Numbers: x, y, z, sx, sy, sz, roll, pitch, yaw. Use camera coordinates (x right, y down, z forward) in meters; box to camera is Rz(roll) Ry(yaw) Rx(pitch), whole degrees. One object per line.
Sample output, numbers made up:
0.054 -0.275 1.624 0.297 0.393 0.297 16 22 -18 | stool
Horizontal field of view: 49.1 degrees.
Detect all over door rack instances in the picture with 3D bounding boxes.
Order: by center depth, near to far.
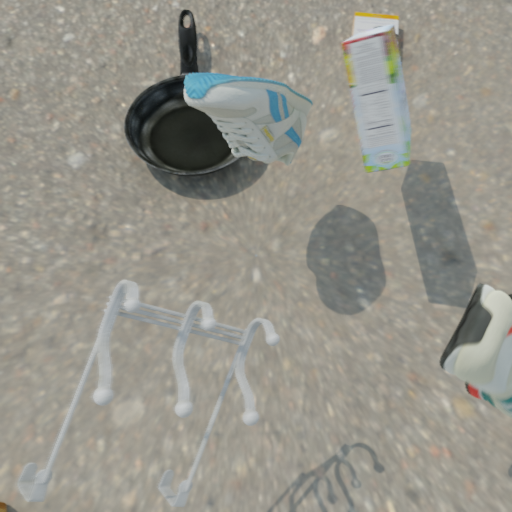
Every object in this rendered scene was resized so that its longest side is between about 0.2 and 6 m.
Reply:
-0.990 1.614 5.662 2.477 1.830 0.825 -62 36 11 | over door rack

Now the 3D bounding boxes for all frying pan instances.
-1.547 -2.999 10.693 2.451 0.659 4.051 -24 62 -14 | frying pan

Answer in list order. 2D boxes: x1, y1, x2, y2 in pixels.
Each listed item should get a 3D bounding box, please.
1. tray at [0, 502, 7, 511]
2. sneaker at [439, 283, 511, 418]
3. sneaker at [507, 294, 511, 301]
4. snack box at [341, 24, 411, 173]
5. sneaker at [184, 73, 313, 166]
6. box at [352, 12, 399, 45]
-4.414 4.108 7.024 2.484 0.460 1.225 -15 63 -7 | tray
2.657 1.103 5.405 1.239 2.650 0.933 24 80 34 | sneaker
4.436 1.640 8.232 1.329 0.872 2.309 -5 69 -12 | sneaker
1.776 -2.314 7.957 0.630 1.690 2.376 -7 22 19 | snack box
-0.036 -1.798 7.461 0.979 2.559 1.033 18 101 30 | sneaker
2.442 -4.372 11.613 0.944 0.329 1.585 8 65 4 | box
